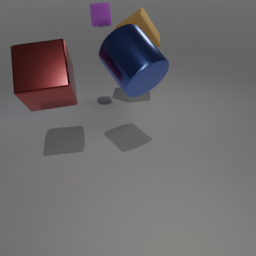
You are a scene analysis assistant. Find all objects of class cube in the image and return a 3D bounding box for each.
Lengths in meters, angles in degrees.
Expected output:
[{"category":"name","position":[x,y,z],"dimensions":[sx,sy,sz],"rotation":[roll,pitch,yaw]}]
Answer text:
[{"category":"cube","position":[-2.259,-1.407,7.745],"dimensions":[1.400,1.400,1.400],"rotation":[-9,-15,-4]},{"category":"cube","position":[0.360,-3.770,11.402],"dimensions":[1.400,1.400,1.400],"rotation":[-28,26,22]}]

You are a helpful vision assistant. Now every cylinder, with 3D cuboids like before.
[{"category":"cylinder","position":[0.150,-1.787,7.536],"dimensions":[1.400,1.400,1.400],"rotation":[-22,67,-34]},{"category":"cylinder","position":[-0.946,-3.946,9.753],"dimensions":[0.700,0.700,0.700],"rotation":[-3,29,1]}]
